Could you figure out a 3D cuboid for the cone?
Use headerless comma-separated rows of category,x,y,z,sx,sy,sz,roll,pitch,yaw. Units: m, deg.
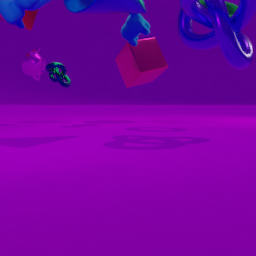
cone,-0.143,-2.629,5.460,1.584,1.584,1.590,5,-8,44

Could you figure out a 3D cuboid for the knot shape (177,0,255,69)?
knot shape,1.597,-2.052,5.066,0.911,1.972,1.846,-41,-21,-2

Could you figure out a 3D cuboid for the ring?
ring,2.361,-3.080,7.481,1.544,0.309,1.544,4,41,-3

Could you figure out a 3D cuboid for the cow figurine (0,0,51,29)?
cow figurine,-1.940,-2.501,5.451,1.171,0.643,1.152,-43,16,-27

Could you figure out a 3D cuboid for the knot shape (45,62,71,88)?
knot shape,-2.539,-1.946,10.374,0.535,1.083,1.158,-47,14,-17

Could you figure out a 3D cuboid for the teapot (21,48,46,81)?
teapot,-2.931,-2.041,8.874,0.637,1.301,0.809,26,46,10

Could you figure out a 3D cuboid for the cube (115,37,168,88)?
cube,0.479,-2.438,10.474,1.269,1.269,1.269,-18,-9,-28

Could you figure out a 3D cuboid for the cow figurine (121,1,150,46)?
cow figurine,0.128,-3.299,8.612,1.230,0.686,1.250,35,-50,-26

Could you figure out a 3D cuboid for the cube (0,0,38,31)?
cube,-3.429,-3.808,8.200,1.244,1.244,1.244,20,4,0
